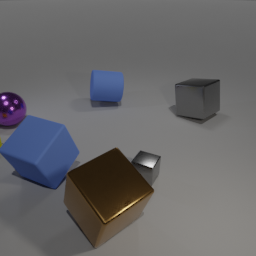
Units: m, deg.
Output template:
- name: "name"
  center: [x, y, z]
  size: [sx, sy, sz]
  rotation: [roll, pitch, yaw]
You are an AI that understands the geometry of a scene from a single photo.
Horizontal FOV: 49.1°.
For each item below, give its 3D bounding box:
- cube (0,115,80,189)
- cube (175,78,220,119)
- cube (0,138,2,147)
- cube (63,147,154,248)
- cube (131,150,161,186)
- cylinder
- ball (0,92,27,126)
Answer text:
- name: "cube"
  center: [-2.528, 0.691, 8.215]
  size: [1.400, 1.400, 1.400]
  rotation: [14, 55, 24]
- name: "cube"
  center: [3.014, -1.309, 12.105]
  size: [1.400, 1.400, 1.400]
  rotation: [13, 27, 43]
- name: "cube"
  center: [-4.926, 0.520, 9.724]
  size: [0.700, 0.700, 0.700]
  rotation: [12, 30, 19]
- name: "cube"
  center: [-0.501, 1.584, 6.474]
  size: [1.400, 1.400, 1.400]
  rotation: [-26, 61, -33]
- name: "cube"
  center: [0.527, 1.209, 8.425]
  size: [0.700, 0.700, 0.700]
  rotation: [15, 31, 21]
- name: "cylinder"
  center: [-1.016, -1.967, 13.152]
  size: [1.400, 1.400, 1.400]
  rotation: [2, 27, -13]
- name: "ball"
  center: [-4.866, -0.770, 11.399]
  size: [1.400, 1.400, 1.400]
  rotation: [0, 28, 0]
